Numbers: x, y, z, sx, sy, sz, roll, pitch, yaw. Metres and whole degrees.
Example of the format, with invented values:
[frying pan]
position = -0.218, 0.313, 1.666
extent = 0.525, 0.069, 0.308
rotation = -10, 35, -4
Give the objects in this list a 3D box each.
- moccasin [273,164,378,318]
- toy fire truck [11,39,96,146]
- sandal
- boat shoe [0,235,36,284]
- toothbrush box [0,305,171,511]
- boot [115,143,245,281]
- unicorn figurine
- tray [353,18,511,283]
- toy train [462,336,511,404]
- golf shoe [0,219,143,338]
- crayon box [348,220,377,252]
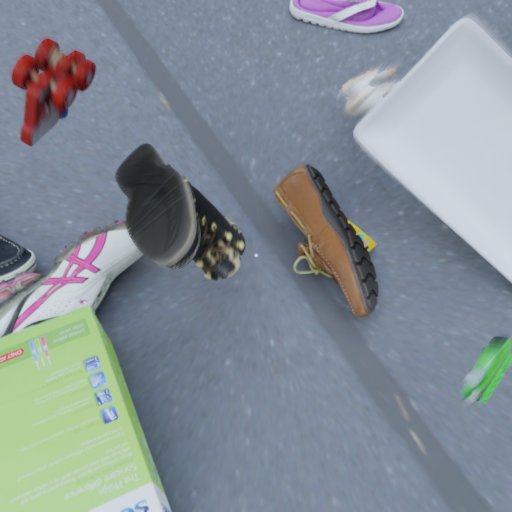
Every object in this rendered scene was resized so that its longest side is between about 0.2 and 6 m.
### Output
[moccasin]
position = 0.927, -0.161, 7.811
extent = 0.892, 0.845, 2.311
rotation = -35, 75, 23
[toy fire truck]
position = -2.320, -1.854, 6.394
extent = 0.606, 0.908, 1.082
rotation = 27, 44, -6
[sandal]
position = 1.740, -4.761, 10.735
extent = 2.203, 0.541, 0.896
rotation = 5, 60, 3
[boat shoe]
position = -4.465, -0.291, 7.774
extent = 2.958, 0.921, 1.104
rotation = 18, 37, 11
[toothbrush box]
position = -2.286, 2.271, 6.219
extent = 2.031, 1.201, 2.789
rotation = -22, 61, -13
[boot]
position = -0.710, -0.271, 6.181
extent = 0.761, 1.566, 2.080
rotation = -43, 39, 4
[unicorn figurine]
position = 1.732, -2.432, 8.425
extent = 1.096, 0.589, 1.596
rotation = -16, 18, -4
[tray]
position = 3.200, -1.087, 7.195
extent = 3.617, 1.942, 0.401
rotation = 41, 33, -7
[toy train]
position = 2.386, 1.137, 5.745
extent = 0.250, 0.338, 1.198
rotation = 3, 14, 36
[golf shoe]
position = -2.380, 0.461, 7.539
extent = 2.443, 0.887, 1.125
rotation = -34, 73, -8
[crayon box]
position = 1.359, -0.228, 8.283
extent = 0.458, 0.183, 0.722
rotation = -38, 66, -20
